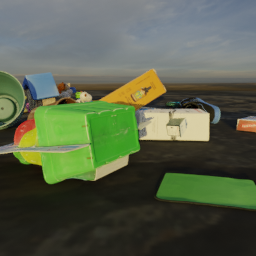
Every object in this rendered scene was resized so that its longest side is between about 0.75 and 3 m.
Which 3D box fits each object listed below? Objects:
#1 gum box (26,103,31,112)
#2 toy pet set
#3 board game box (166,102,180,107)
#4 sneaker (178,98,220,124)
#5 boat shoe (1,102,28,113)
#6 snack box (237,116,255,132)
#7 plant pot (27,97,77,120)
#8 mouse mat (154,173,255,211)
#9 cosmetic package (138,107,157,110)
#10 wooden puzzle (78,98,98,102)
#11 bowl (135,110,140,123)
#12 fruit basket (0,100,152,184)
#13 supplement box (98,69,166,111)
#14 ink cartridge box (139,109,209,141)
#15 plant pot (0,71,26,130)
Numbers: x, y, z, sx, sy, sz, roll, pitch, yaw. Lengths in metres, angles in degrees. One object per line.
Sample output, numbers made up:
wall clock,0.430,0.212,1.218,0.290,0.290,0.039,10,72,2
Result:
gum box,-4.186,-0.984,13.136,0.715,0.416,1.259,1,9,6
toy pet set,-2.416,-1.387,9.779,2.288,1.302,2.451,-15,32,-32
board game box,3.091,-1.292,15.559,1.155,0.240,1.708,-7,12,-36
sneaker,2.230,-0.671,9.961,0.929,0.837,2.386,5,9,-18
boat shoe,-5.178,-0.943,12.164,2.070,0.651,0.755,6,11,34
snack box,4.525,-0.001,7.355,2.947,0.358,1.060,8,12,40
plant pot,-1.777,-0.160,6.738,1.021,1.032,1.032,-5,6,32
mouse mat,1.035,0.785,3.613,1.277,0.048,1.027,4,10,15
cosmetic package,0.476,-0.549,10.511,0.618,0.417,1.174,-13,15,-40
wooden puzzle,-2.009,-0.773,10.960,2.855,0.661,2.645,-4,11,-25
bowl,-0.222,-0.364,9.064,1.465,0.548,1.467,1,11,10
fruit basket,-1.113,0.260,4.592,2.419,1.134,2.240,-13,2,31
supplement box,-0.094,-0.709,7.441,2.257,0.751,0.777,-33,7,-23
ink cartridge box,1.096,-0.109,7.021,1.627,0.699,1.192,-1,9,3
plant pot,-3.818,-0.685,8.267,1.702,1.702,1.140,-1,-13,-9
